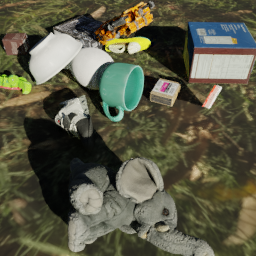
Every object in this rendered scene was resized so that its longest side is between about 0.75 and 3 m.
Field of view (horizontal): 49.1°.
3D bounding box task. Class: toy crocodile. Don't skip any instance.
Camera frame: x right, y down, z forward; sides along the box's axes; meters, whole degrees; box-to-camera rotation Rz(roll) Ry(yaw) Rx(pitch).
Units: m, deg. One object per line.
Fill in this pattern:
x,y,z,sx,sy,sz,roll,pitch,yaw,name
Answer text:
-4.396,-1.652,10.246,1.903,0.588,0.642,10,3,12,toy crocodile

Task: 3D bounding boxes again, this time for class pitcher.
-1.323,-2.388,10.559,2.026,1.431,2.361,-16,37,-41,pitcher

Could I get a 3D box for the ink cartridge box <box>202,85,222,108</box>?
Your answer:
2.721,-1.000,9.039,0.171,0.787,0.683,33,20,18,ink cartridge box

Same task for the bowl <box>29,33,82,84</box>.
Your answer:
-2.842,-2.723,10.211,2.276,1.023,2.276,-30,31,20,bowl

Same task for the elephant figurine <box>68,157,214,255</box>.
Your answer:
0.129,1.654,5.987,2.741,1.940,2.127,0,82,-10,elephant figurine

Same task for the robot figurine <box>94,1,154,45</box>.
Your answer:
-0.132,-4.101,11.037,2.122,0.852,2.927,-36,21,-18,robot figurine

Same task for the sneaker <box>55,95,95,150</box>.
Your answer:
-1.594,-0.097,8.345,1.078,0.902,2.435,-10,34,-11,sneaker

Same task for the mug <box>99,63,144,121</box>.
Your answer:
-0.351,-1.301,9.145,1.116,1.483,1.804,16,46,23,mug

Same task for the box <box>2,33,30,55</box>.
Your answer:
-4.893,-3.686,12.288,0.870,0.722,0.714,-2,43,-2,box

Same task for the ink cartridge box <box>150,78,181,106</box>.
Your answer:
1.337,-1.282,9.941,0.839,0.382,1.018,17,46,16,ink cartridge box

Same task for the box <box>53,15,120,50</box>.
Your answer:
-1.948,-4.461,13.194,2.474,0.616,1.951,28,50,27,box

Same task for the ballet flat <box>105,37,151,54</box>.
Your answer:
-0.059,-3.552,12.252,2.054,0.686,0.688,7,55,16,ballet flat

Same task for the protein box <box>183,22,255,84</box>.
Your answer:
3.465,-2.960,10.907,2.243,1.513,2.227,2,43,2,protein box
